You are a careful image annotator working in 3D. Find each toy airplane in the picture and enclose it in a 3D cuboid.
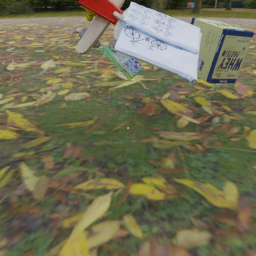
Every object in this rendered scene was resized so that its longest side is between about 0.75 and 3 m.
[{"bbox_3d":[-0.615,-3.255,7.760,2.106,2.097,1.486,-11,7,4],"label":"toy airplane"}]

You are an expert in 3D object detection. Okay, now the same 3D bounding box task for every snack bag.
[{"bbox_3d":[0.747,-2.024,6.356,1.946,0.221,2.064,21,50,-4],"label":"snack bag"}]

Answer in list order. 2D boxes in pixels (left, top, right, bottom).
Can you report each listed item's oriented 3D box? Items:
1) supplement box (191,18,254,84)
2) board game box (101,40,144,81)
[{"bbox_3d":[2.938,-2.648,9.594,1.191,1.774,1.772,-5,33,-27],"label":"supplement box"},{"bbox_3d":[-0.139,-1.937,7.918,1.156,0.168,0.778,46,43,-3],"label":"board game box"}]
